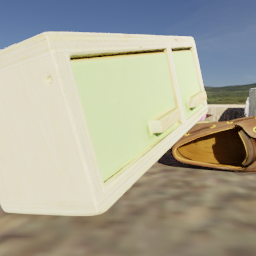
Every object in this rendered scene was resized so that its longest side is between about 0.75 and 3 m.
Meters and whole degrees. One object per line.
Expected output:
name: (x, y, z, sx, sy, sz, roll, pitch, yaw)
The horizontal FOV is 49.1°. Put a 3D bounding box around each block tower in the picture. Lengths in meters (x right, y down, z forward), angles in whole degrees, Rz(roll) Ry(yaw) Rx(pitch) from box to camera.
block tower: (2.770, -0.293, 7.723, 2.089, 0.604, 0.564, -1, 5, -34)

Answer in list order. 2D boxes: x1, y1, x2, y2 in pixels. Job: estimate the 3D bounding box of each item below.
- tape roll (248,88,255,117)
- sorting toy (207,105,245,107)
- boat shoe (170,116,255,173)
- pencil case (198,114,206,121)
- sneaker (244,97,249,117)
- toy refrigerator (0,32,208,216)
tape roll: (2.022, -0.056, 3.236, 1.193, 0.819, 1.193, 0, 5, 0)
sorting toy: (3.740, -0.658, 11.717, 1.795, 0.628, 1.805, 0, 5, -8)
boat shoe: (1.140, 0.166, 2.492, 1.577, 0.568, 0.532, -5, 8, 25)
pencil case: (1.074, -0.384, 6.274, 1.095, 1.095, 2.506, 1, 5, 6)
sneaker: (3.959, -0.401, 5.934, 2.945, 1.147, 1.463, -2, 8, -13)
toy refrigerator: (0.025, -0.248, 2.262, 0.779, 0.845, 2.226, -9, 11, 30)
